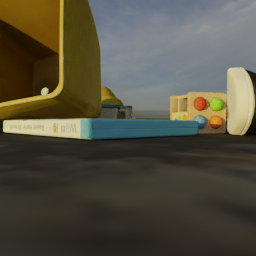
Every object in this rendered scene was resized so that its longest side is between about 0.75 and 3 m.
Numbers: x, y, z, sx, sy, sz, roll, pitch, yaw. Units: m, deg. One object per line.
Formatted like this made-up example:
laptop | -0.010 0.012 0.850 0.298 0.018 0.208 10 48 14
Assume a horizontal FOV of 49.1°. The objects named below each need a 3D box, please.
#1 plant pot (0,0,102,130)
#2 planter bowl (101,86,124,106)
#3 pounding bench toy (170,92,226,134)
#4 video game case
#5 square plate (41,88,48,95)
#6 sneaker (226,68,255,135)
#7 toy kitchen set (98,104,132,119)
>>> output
plant pot | -1.723 -1.158 5.143 2.540 2.540 2.240 -8 -17 16
planter bowl | -1.510 -1.328 13.557 2.726 1.135 2.726 -8 -5 -1
pounding bench toy | 1.289 -0.229 4.495 0.992 0.616 0.774 0 1 -16
video game case | -0.495 -0.013 3.925 1.701 0.212 2.377 0 1 -41
square plate | -2.282 -0.769 7.147 1.715 0.244 1.699 -18 35 -2
sneaker | 2.077 -0.352 3.894 1.339 0.875 2.394 -1 0 18
toy kitchen set | -1.341 -0.893 12.370 2.235 1.643 2.789 -1 1 -42
